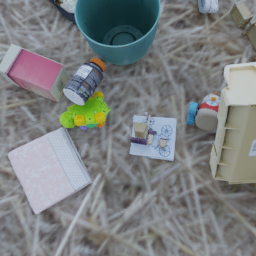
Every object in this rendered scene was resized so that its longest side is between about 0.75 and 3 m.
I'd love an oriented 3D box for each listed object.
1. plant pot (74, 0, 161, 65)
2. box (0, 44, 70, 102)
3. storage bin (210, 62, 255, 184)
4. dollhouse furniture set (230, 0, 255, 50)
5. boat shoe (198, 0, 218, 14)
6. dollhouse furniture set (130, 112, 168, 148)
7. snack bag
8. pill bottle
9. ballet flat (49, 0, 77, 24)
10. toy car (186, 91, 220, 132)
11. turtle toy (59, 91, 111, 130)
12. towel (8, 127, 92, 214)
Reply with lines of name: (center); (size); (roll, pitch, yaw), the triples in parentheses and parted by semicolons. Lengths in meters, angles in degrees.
plant pot: (-0.224, -3.014, 8.482); (2.367, 1.900, 2.367); (-1, 75, 4)
box: (-2.833, -1.649, 8.625); (1.740, 1.112, 0.948); (22, 79, 5)
storage bin: (3.549, -0.040, 6.751); (2.885, 2.906, 1.362); (-4, 47, 5)
dollhouse furniture set: (4.523, -3.448, 8.592); (1.232, 1.960, 2.216); (-23, 79, -6)
boat shoe: (2.711, -4.776, 9.639); (0.620, 0.683, 1.856); (0, 84, -19)
dollhouse furniture set: (0.675, -0.124, 8.049); (1.097, 1.385, 0.983); (10, 73, 8)
snack bag: (0.774, 0.298, 8.698); (1.414, 0.151, 1.333); (5, 77, 4)
pill bottle: (-1.180, -1.363, 7.976); (0.715, 0.715, 1.346); (30, 69, 6)
ballet flat: (-2.148, -4.268, 9.420); (2.067, 0.755, 0.755); (43, 81, 8)
toy car: (2.522, -0.662, 8.503); (1.167, 1.120, 1.266); (17, 66, 14)
turtle toy: (-1.306, -0.409, 8.500); (1.593, 0.805, 1.161); (-8, 52, 0)
towel: (-2.340, 1.214, 8.408); (1.941, 0.328, 2.032); (-28, 78, -6)
